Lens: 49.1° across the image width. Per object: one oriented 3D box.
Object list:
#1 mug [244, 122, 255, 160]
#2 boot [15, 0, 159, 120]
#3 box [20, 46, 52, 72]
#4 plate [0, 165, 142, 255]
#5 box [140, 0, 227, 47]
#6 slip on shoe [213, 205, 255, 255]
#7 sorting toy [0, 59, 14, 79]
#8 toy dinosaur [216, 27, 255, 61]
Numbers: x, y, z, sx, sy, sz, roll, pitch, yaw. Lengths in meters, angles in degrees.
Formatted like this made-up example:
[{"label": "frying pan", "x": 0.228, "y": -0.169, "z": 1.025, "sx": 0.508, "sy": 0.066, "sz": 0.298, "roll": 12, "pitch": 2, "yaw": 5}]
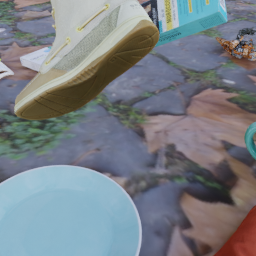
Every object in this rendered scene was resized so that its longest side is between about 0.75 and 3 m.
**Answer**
[{"label": "mug", "x": 4.000, "y": 0.481, "z": 5.609, "sx": 2.105, "sy": 1.584, "sz": 2.562, "roll": -17, "pitch": 18, "yaw": -25}, {"label": "boot", "x": -1.079, "y": -1.584, "z": 4.836, "sx": 2.785, "sy": 1.004, "sz": 2.154, "roll": -32, "pitch": 71, "yaw": 20}, {"label": "box", "x": -2.758, "y": -2.459, "z": 10.121, "sx": 1.952, "sy": 0.355, "sz": 1.409, "roll": 24, "pitch": 46, "yaw": 34}, {"label": "plate", "x": -1.261, "y": 1.794, "z": 4.886, "sx": 2.996, "sy": 0.383, "sz": 2.996, "roll": 4, "pitch": 35, "yaw": -3}, {"label": "box", "x": 0.831, "y": -2.136, "z": 5.355, "sx": 1.924, "sy": 0.792, "sz": 0.473, "roll": -10, "pitch": -11, "yaw": 35}, {"label": "slip on shoe", "x": 2.167, "y": 1.698, "z": 4.482, "sx": 2.923, "sy": 0.894, "sz": 1.083, "roll": -18, "pitch": -3, "yaw": -25}, {"label": "sorting toy", "x": -4.813, "y": -2.039, "z": 9.765, "sx": 1.374, "sy": 0.815, "sz": 1.526, "roll": 32, "pitch": 46, "yaw": 8}, {"label": "toy dinosaur", "x": 4.434, "y": -3.334, "z": 11.162, "sx": 1.328, "sy": 0.999, "sz": 1.956, "roll": -40, "pitch": 73, "yaw": -19}]
